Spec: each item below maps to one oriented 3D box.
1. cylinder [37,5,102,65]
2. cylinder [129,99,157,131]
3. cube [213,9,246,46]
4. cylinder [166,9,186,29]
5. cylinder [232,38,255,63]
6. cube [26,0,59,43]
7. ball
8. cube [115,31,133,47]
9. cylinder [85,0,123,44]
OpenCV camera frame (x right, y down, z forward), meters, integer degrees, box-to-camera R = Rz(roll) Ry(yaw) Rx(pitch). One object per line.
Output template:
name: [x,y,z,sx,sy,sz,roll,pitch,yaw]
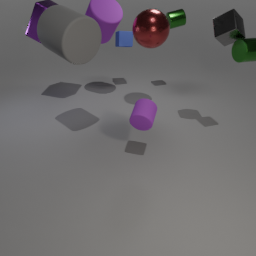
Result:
cylinder: [-1.751,-2.789,8.381,1.400,1.400,1.400,-25,47,-37]
cylinder: [0.466,-0.399,8.364,0.700,0.700,0.700,9,51,15]
cube: [3.122,-3.083,8.658,0.700,0.700,0.700,-15,-21,41]
cylinder: [2.109,-4.800,12.325,0.700,0.700,0.700,-16,31,-4]
cylinder: [3.681,-2.386,8.583,0.700,0.700,0.700,-9,31,-17]
cube: [-3.108,-4.240,11.539,1.400,1.400,1.400,27,29,-7]
ball: [0.859,-3.699,10.473,1.400,1.400,1.400,0,30,0]
cube: [-0.191,-4.298,13.565,0.700,0.700,0.700,-3,15,-17]
cylinder: [-1.107,-4.496,11.680,1.400,1.400,1.400,9,67,-22]
